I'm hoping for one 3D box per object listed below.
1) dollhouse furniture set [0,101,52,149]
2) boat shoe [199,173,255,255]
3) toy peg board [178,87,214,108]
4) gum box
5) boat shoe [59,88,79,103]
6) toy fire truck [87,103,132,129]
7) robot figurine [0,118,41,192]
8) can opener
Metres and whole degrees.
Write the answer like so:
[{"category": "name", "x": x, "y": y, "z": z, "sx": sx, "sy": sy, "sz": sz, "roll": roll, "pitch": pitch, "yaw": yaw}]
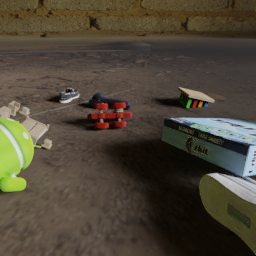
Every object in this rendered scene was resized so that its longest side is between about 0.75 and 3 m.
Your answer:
[{"category": "dollhouse furniture set", "x": -2.909, "y": 0.146, "z": 8.038, "sx": 1.776, "sy": 0.867, "sz": 1.515, "roll": 24, "pitch": 23, "yaw": -4}, {"category": "boat shoe", "x": 2.193, "y": 1.432, "z": 4.105, "sx": 0.959, "sy": 1.007, "sz": 2.798, "roll": -7, "pitch": 12, "yaw": -19}, {"category": "toy peg board", "x": 2.566, "y": -1.101, "z": 10.965, "sx": 1.110, "sy": 0.545, "sz": 1.115, "roll": 10, "pitch": 20, "yaw": -17}, {"category": "gum box", "x": 2.572, "y": 0.290, "z": 6.328, "sx": 2.754, "sy": 0.614, "sz": 2.340, "roll": 0, "pitch": 14, "yaw": -31}, {"category": "boat shoe", "x": -2.470, "y": -1.442, "z": 11.715, "sx": 0.544, "sy": 0.444, "sz": 1.473, "roll": 7, "pitch": 23, "yaw": 16}, {"category": "toy fire truck", "x": -0.596, "y": -0.401, "z": 8.912, "sx": 1.346, "sy": 0.755, "sz": 1.130, "roll": -3, "pitch": 4, "yaw": -11}, {"category": "robot figurine", "x": -2.798, "y": 0.578, "z": 5.453, "sx": 1.857, "sy": 1.225, "sz": 2.117, "roll": 47, "pitch": 47, "yaw": 9}, {"category": "can opener", "x": -0.658, "y": -0.939, "z": 10.581, "sx": 1.681, "sy": 0.661, "sz": 0.533, "roll": 10, "pitch": -15, "yaw": 16}]
